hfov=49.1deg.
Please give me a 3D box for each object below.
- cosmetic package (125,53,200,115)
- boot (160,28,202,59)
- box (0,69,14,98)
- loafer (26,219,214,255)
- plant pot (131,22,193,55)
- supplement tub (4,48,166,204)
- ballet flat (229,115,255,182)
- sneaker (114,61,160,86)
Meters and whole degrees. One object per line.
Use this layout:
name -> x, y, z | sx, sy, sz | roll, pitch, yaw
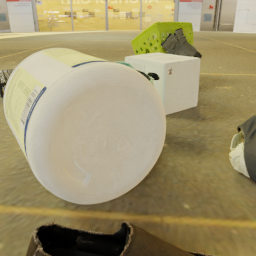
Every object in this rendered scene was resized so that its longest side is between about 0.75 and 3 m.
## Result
cosmetic package -> 1.004, -1.425, 8.564 | 1.497, 1.488, 1.789 | -16, 27, -34
boot -> 1.715, -2.662, 10.684 | 2.343, 1.531, 0.793 | -50, 13, -26
box -> -3.942, -1.825, 10.768 | 1.972, 0.545, 2.461 | -10, 25, -24
loafer -> 0.101, 1.391, 2.578 | 2.444, 0.872, 0.892 | 2, 23, 6
plant pot -> 1.597, -3.281, 12.063 | 2.019, 1.841, 2.029 | -12, -2, -30
supplement tub -> -0.960, -0.269, 4.951 | 2.110, 2.110, 2.910 | -12, 25, -27
ballet flat -> 2.293, 0.447, 5.216 | 0.795, 0.795, 2.177 | 8, 30, 18
sneaker -> -0.252, -0.808, 6.780 | 1.074, 1.722, 2.920 | -16, 26, -30
